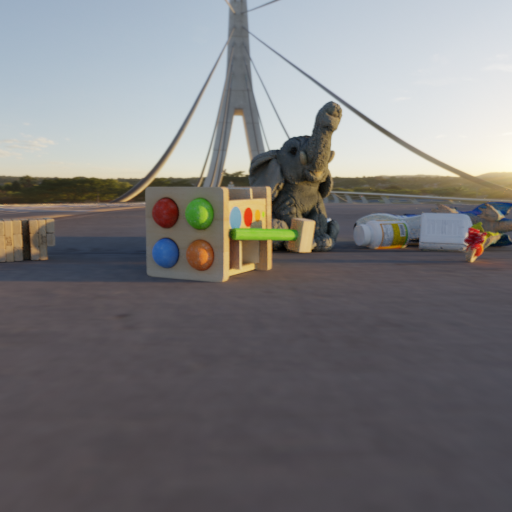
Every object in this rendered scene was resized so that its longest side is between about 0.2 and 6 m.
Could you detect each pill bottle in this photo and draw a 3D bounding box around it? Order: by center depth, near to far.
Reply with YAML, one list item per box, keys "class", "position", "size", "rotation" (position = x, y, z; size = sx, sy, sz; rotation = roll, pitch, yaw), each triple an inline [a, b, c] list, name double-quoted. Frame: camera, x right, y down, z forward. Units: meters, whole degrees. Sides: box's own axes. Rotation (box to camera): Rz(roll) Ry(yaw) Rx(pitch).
- class: "pill bottle"
  position: [2.437, -0.416, 10.943]
  size: [1.008, 0.560, 0.560]
  rotation: [-2, 7, -22]

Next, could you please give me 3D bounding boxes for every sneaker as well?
- class: "sneaker"
  position: [3.015, -0.559, 11.959]
  size: [1.690, 0.681, 1.237]
  rotation: [-3, 0, 19]

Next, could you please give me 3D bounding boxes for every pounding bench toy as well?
- class: "pounding bench toy"
  position: [-0.343, -0.324, 7.473]
  size: [1.925, 1.196, 1.501]
  rotation: [3, 8, 27]

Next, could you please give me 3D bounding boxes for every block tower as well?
- class: "block tower"
  position: [-4.558, -0.235, 8.892]
  size: [2.531, 0.684, 0.732]
  rotation: [-4, 7, -26]

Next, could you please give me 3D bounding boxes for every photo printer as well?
- class: "photo printer"
  position: [3.582, -0.445, 10.565]
  size: [0.949, 0.789, 0.329]
  rotation: [2, -35, 17]

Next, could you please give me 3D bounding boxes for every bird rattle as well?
- class: "bird rattle"
  position: [3.493, -0.173, 8.816]
  size: [0.437, 0.632, 0.775]
  rotation: [22, 31, 22]

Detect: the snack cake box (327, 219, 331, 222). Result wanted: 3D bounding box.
- class: "snack cake box"
  position: [1.234, -0.576, 12.621]
  size: [0.839, 0.490, 1.459]
  rotation: [3, 7, 10]

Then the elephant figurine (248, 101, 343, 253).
- class: "elephant figurine"
  position: [0.803, -1.451, 10.745]
  size: [2.060, 2.656, 1.879]
  rotation: [3, 7, 22]

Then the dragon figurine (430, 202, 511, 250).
- class: "dragon figurine"
  position: [4.541, -0.611, 11.118]
  size: [3.085, 0.908, 1.534]
  rotation: [5, 8, 45]
